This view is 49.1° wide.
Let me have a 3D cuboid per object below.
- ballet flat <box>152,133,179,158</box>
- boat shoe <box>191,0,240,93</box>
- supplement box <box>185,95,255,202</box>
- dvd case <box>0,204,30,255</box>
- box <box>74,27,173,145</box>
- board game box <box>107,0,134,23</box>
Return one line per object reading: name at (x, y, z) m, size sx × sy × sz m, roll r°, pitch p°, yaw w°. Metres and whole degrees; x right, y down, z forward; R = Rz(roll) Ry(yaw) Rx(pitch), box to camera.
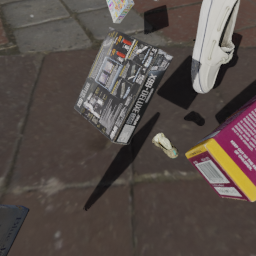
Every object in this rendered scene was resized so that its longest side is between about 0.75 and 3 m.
ballet flat at (0.734, 0.288, 5.706) m, size 0.295 × 0.327 × 0.869 m, roll -31°, pitch 34°, yaw -9°
boat shoe at (2.291, -2.049, 7.195) m, size 0.863 × 2.627 × 0.945 m, roll 26°, pitch 37°, yaw 34°
supplement box at (1.979, 0.130, 4.251) m, size 1.894 × 1.240 × 0.977 m, roll -38°, pitch 81°, yaw -7°
dvd case at (-1.974, 1.647, 3.468) m, size 0.177 × 2.017 × 1.439 m, roll 21°, pitch 75°, yaw 7°
box at (-0.160, -0.732, 4.770) m, size 0.406 × 1.631 × 1.286 m, roll 11°, pitch 20°, yaw -48°
board game box at (-0.371, -4.563, 9.557) m, size 0.264 × 1.038 × 1.544 m, roll -11°, pitch 78°, yaw -33°
